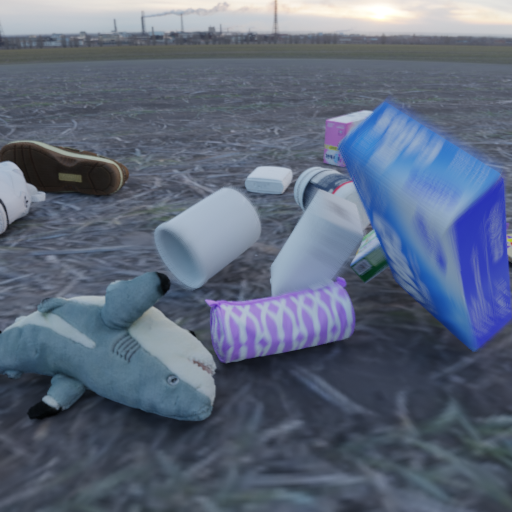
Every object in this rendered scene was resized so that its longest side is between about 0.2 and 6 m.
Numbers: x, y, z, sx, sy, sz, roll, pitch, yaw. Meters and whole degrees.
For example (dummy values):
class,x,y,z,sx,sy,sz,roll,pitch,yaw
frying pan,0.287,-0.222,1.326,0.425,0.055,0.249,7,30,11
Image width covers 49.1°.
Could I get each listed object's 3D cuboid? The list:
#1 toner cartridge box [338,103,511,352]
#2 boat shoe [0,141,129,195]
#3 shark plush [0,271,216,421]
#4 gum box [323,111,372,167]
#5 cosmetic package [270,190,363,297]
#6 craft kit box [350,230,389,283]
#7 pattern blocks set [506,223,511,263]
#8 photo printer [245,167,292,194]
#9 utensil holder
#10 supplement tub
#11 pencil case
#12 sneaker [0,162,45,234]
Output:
class,x,y,z,sx,sy,sz,roll,pitch,yaw
toner cartridge box,2.196,-0.159,6.876,0.744,3.448,1.638,-42,52,-2
boat shoe,-4.833,-2.218,14.329,3.291,1.215,1.217,15,21,8
shark plush,-2.334,1.207,6.712,3.725,1.692,1.551,4,55,-3
gum box,3.016,-3.610,17.046,0.746,1.280,2.256,21,32,37
cosmetic package,0.849,-0.063,8.352,0.680,1.604,0.863,20,36,-14
craft kit box,2.562,-0.518,9.511,0.471,1.942,1.918,48,24,-3
pattern blocks set,5.076,-0.083,10.622,2.270,0.209,2.583,-3,25,-8
photo printer,0.373,-1.998,14.553,1.021,0.426,1.227,7,26,16
utensil holder,-0.794,-0.342,9.554,1.213,1.213,1.427,23,49,41
supplement tub,1.644,-1.196,11.927,1.152,1.152,1.642,-12,27,-24
pencil case,0.372,0.874,7.712,2.069,0.884,0.868,-10,19,-21
sneaker,-6.345,-1.318,12.166,3.350,1.259,1.925,13,27,16
